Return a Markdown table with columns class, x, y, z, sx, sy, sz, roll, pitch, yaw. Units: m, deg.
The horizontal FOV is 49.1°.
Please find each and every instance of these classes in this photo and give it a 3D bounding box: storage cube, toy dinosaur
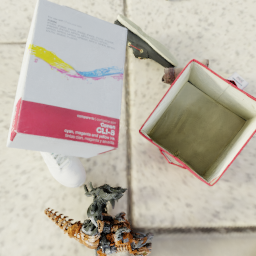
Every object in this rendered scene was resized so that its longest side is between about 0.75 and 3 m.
| class | x | y | z | sx | sy | sz | roll | pitch | yaw |
| --- | --- | --- | --- | --- | --- | --- | --- | --- | --- |
| storage cube | 1.793 | -0.045 | 7.142 | 2.070 | 2.177 | 2.422 | 37 | 89 | 11 |
| toy dinosaur | -0.709 | 2.415 | 7.064 | 2.744 | 1.402 | 1.862 | 14 | 86 | -17 |

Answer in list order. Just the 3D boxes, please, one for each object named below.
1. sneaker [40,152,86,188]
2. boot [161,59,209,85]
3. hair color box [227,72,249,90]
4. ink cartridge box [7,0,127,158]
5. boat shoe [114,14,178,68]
| class | x | y | z | sx | sy | sz | roll | pitch | yaw |
| --- | --- | --- | --- | --- | --- | --- | --- | --- | --- |
| sneaker | -2.058 | 0.662 | 7.777 | 0.875 | 1.029 | 2.326 | -37 | 74 | -14 |
| boot | 1.621 | -1.629 | 8.339 | 1.098 | 1.502 | 0.528 | 7 | 68 | -5 |
| hair color box | 3.150 | -1.179 | 8.821 | 1.171 | 0.354 | 0.586 | -38 | 74 | -13 |
| ink cartridge box | -1.473 | -0.968 | 6.740 | 2.162 | 2.172 | 2.989 | 10 | 75 | -24 |
| boat shoe | 0.520 | -2.659 | 9.186 | 2.516 | 0.920 | 0.788 | 37 | 117 | 1 |
